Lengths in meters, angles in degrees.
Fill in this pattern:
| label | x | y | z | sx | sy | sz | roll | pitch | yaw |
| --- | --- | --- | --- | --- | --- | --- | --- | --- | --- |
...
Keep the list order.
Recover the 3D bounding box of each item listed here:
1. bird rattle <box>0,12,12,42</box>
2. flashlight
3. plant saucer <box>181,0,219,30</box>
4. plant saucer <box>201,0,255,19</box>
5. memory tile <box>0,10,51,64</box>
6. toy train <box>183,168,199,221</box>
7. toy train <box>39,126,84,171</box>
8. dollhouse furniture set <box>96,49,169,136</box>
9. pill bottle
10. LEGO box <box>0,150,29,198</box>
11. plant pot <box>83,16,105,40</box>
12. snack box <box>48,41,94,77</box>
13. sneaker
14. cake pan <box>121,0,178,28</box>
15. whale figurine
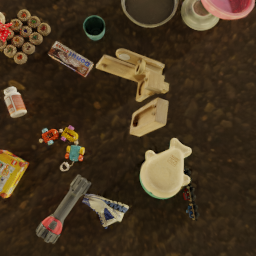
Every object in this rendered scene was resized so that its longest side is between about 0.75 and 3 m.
| label | x | y | z | sx | sy | sz | roll | pitch | yaw |
| --- | --- | --- | --- | --- | --- | --- | --- | --- | --- |
| bird rattle | -5.635 | -4.333 | 11.430 | 1.821 | 1.026 | 1.484 | -5 | 59 | 2 |
| flashlight | -2.358 | 2.990 | 10.533 | 0.871 | 0.875 | 2.574 | 25 | 76 | 40 |
| plant saucer | 3.096 | -4.981 | 11.781 | 1.678 | 0.421 | 1.678 | 0 | 83 | 1 |
| plant saucer | 3.946 | -5.454 | 11.492 | 2.480 | 0.629 | 2.480 | 4 | 73 | -13 |
| memory tile | -4.444 | -3.842 | 11.747 | 1.616 | 0.177 | 2.108 | 36 | 84 | 5 |
| toy train | 2.355 | 2.571 | 10.799 | 0.459 | 0.342 | 2.006 | -10 | 82 | 2 |
| toy train | -2.511 | 0.698 | 10.991 | 1.408 | 0.521 | 1.874 | -32 | 80 | -3 |
| dollhouse furniture set | -0.013 | -1.048 | 8.068 | 1.684 | 1.965 | 2.067 | 16 | 71 | -20 |
| pill bottle | -4.514 | -1.027 | 11.140 | 0.622 | 0.622 | 1.108 | -22 | 83 | -3 |
| LEGO box | -4.736 | 1.745 | 10.786 | 1.107 | 0.573 | 1.486 | 29 | 83 | 4 |
| plant pot | -1.351 | -4.034 | 11.507 | 0.875 | 0.702 | 0.875 | 0 | 83 | 0 |
| snack box | -2.363 | -2.851 | 11.585 | 1.828 | 0.222 | 0.657 | 31 | 83 | 4 |
| sneaker | -0.948 | 3.172 | 10.526 | 1.776 | 0.717 | 1.026 | 18 | 81 | 1 |
| cake pan | 0.909 | -5.288 | 11.809 | 2.358 | 0.432 | 2.358 | 0 | 82 | 0 |
| whale figurine | 1.448 | 1.553 | 10.663 | 1.946 | 1.269 | 2.446 | 33 | 60 | 7 |
